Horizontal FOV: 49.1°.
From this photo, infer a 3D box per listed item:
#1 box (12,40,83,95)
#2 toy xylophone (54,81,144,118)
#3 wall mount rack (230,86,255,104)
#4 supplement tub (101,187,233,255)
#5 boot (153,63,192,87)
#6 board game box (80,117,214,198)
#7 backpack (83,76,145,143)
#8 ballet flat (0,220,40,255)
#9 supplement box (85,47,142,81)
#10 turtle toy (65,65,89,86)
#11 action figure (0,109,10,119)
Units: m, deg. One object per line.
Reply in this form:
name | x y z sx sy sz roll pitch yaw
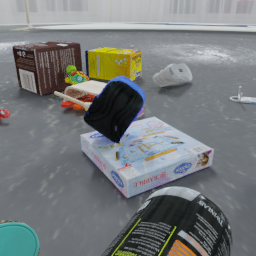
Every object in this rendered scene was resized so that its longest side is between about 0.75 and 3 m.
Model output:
box | -3.094 -2.436 11.003 1.696 1.679 2.044 19 31 39
toy xylophone | -1.015 -0.856 8.730 2.076 0.712 2.835 -21 32 -40
wall mount rack | 4.201 -1.074 9.483 1.373 0.512 1.193 7 26 17
supplement tub | 0.286 1.575 2.883 1.200 1.200 1.959 14 27 28
boot | 1.805 -2.124 11.413 1.010 0.777 2.114 -21 -8 34
board game box | 0.340 0.477 6.173 2.120 0.436 2.115 -14 28 -27
backpack | -0.233 -0.504 5.968 0.978 1.204 1.010 33 23 -7
ballet flat | -1.972 1.940 2.361 0.971 1.078 2.864 44 32 -1
supplement box | -0.637 -2.864 12.513 2.232 1.222 1.215 11 27 22
turtle toy | -1.909 -1.894 10.411 1.081 0.547 0.788 40 28 19
action figure | -4.541 -0.683 7.978 2.334 1.155 0.761 4 25 3
